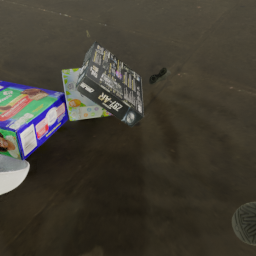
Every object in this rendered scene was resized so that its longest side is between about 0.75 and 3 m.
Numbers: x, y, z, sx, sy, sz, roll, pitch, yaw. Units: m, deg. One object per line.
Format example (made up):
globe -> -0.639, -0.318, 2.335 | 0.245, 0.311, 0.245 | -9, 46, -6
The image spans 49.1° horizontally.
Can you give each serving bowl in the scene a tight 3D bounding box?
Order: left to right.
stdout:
serving bowl -> -3.520, 1.058, 6.404 | 2.318, 0.763, 2.318 | 11, 4, -1

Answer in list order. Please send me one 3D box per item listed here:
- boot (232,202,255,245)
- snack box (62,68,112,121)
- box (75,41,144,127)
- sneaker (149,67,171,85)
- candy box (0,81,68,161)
boot -> 3.636, 1.724, 5.685 | 2.362, 2.147, 0.857 | 4, 60, -34
snack box -> -1.347, -1.247, 9.518 | 1.572, 0.586, 2.211 | -9, 45, -12
box -> -0.474, -1.446, 8.760 | 2.063, 0.561, 2.575 | 33, 30, -23
sneaker -> 1.165, -1.819, 10.153 | 0.414, 0.911, 0.346 | 13, 59, -46
candy box -> -3.501, -0.386, 8.015 | 2.720, 1.047, 2.299 | 11, 33, 15
